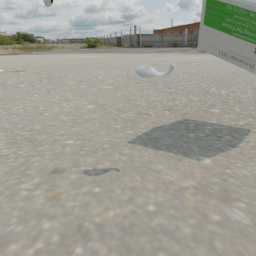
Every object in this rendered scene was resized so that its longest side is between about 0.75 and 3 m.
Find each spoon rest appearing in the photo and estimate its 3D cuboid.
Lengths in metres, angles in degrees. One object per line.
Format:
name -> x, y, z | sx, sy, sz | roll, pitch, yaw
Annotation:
spoon rest -> 0.561, -1.197, 5.899 | 0.818, 0.248, 0.407 | -8, 42, -9

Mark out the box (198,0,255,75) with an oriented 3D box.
box -> 3.569, -3.143, 8.061 | 2.202, 1.887, 2.192 | -36, 53, -23

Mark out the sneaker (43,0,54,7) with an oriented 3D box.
sneaker -> -1.651, -3.730, 6.931 | 0.967, 1.486, 0.593 | -15, 51, -27
